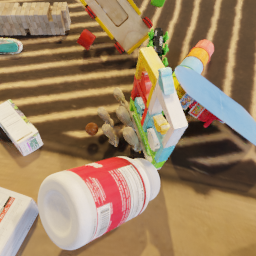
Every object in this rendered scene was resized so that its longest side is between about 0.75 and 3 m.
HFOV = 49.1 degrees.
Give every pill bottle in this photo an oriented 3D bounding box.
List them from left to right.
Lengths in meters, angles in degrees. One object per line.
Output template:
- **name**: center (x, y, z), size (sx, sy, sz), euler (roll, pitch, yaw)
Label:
- **pill bottle**: center (-0.401, 1.226, 5.234), size (2.225, 1.249, 1.249), euler (-9, 45, -49)

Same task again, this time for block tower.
- **block tower**: center (-3.599, -3.808, 9.770), size (2.997, 0.866, 0.810), euler (-3, 53, -1)

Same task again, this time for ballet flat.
- **ballet flat**: center (-4.217, -2.707, 9.213), size (1.594, 0.603, 0.509), euler (8, 24, 1)

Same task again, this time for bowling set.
- **bowling set**: center (-0.409, -0.071, 7.082), size (1.178, 0.908, 1.692), euler (-19, 54, 9)

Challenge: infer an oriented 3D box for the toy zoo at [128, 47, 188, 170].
- **toy zoo**: center (0.514, -0.349, 5.709), size (0.276, 2.693, 1.767), euler (-14, 65, -13)

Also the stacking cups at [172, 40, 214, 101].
- **stacking cups**: center (1.843, -1.676, 8.159), size (0.854, 0.854, 2.823), euler (26, 57, 19)

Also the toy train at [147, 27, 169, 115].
- **toy train**: center (0.710, -1.418, 7.619), size (0.611, 0.826, 2.929), euler (9, 67, -6)

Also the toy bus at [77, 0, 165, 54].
- **toy bus**: center (-0.237, -3.453, 8.905), size (2.543, 2.695, 1.392), euler (5, 19, -4)

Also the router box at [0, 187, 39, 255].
- **router box**: center (-3.397, 2.239, 5.321), size (2.337, 0.636, 2.604), euler (16, 55, 12)

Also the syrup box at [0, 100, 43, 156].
- **syrup box**: center (-2.804, -0.020, 7.076), size (0.583, 0.563, 1.431), euler (-36, 61, -24)

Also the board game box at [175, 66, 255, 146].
- **board game box**: center (2.119, -0.441, 6.938), size (2.770, 0.539, 2.189), euler (36, 29, -4)
